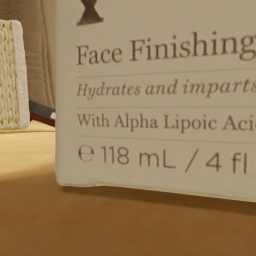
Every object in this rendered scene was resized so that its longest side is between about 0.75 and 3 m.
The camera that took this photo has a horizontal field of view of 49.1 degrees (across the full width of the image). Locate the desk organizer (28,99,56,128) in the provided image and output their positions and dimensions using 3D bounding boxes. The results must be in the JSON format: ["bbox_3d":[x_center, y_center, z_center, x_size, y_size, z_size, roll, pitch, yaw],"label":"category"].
[{"bbox_3d":[-2.338,-0.263,7.475,1.459,0.562,0.523,21,32,-12],"label":"desk organizer"}]

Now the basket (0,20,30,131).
[{"bbox_3d":[-4.072,-1.139,6.616,2.670,2.694,2.166,1,9,31],"label":"basket"}]

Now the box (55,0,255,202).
[{"bbox_3d":[1.188,-0.508,2.142,2.525,1.659,2.538,1,3,23],"label":"box"}]
